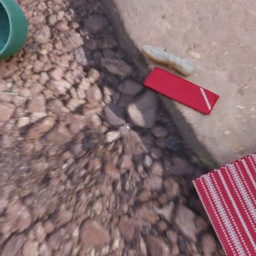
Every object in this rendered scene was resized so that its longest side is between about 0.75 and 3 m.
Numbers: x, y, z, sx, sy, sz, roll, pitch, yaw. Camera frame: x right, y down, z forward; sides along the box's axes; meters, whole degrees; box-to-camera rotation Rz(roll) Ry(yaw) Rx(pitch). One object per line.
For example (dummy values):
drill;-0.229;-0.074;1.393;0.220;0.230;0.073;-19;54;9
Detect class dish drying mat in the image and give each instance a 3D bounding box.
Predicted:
dish drying mat;1.506;-1.086;7.928;2.043;0.186;0.784;28;67;13

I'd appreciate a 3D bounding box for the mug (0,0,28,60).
mug;-3.869;-2.750;7.885;2.129;1.316;1.749;-37;100;17

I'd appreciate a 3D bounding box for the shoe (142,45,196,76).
shoe;1.184;-2.073;8.164;1.670;0.446;0.584;29;28;10

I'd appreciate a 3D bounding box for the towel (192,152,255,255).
towel;3.168;1.607;6.310;2.974;0.334;2.151;-20;74;-11
